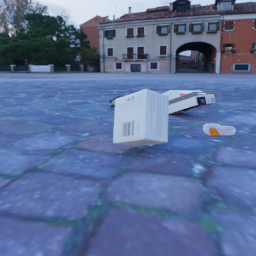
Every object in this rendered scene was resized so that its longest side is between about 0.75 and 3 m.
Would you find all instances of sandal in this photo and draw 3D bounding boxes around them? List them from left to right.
[{"bbox_3d":[2.591,0.063,7.995,0.886,0.340,0.254,7,7,10],"label":"sandal"}]

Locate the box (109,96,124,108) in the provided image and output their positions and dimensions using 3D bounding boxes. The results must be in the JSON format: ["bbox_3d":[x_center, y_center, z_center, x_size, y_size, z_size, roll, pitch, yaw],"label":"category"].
[{"bbox_3d":[0.100,-1.163,12.216,1.543,0.336,1.236,-4,-3,-23],"label":"box"}]

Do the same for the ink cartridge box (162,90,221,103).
[{"bbox_3d":[3.014,-1.686,13.691,1.876,0.584,2.331,-3,-8,-30],"label":"ink cartridge box"}]

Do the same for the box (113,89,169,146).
[{"bbox_3d":[0.284,-0.186,6.370,0.725,1.109,1.103,11,-14,-38],"label":"box"}]

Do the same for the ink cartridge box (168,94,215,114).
[{"bbox_3d":[2.247,-0.876,11.169,1.052,0.412,2.223,-10,-2,-36],"label":"ink cartridge box"}]
